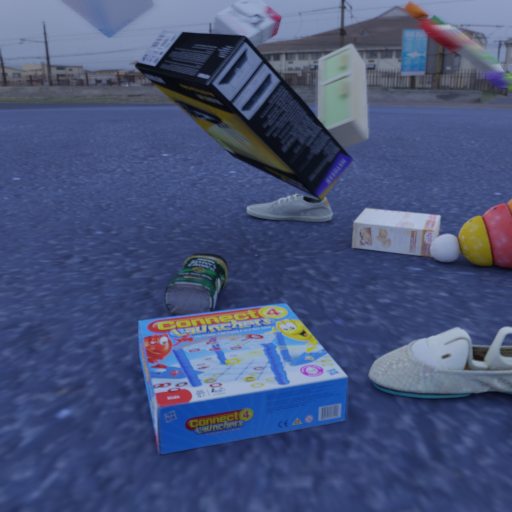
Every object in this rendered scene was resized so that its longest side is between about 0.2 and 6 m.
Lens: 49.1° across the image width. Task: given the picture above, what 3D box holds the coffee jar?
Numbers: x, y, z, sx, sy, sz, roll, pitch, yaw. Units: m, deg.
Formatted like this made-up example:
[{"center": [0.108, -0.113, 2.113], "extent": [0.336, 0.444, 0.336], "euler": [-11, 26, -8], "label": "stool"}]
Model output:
[{"center": [-0.828, 0.393, 8.167], "extent": [0.693, 0.567, 1.329], "euler": [5, 19, 6], "label": "coffee jar"}]

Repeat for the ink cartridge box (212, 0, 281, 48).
[{"center": [-0.156, -3.825, 9.293], "extent": [0.686, 0.394, 0.944], "euler": [42, 60, 8], "label": "ink cartridge box"}]

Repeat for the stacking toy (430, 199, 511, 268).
[{"center": [3.990, -0.285, 9.532], "extent": [2.001, 1.462, 1.462], "euler": [-13, 16, 14], "label": "stacking toy"}]

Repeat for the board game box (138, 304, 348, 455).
[{"center": [-0.242, 1.179, 5.945], "extent": [1.843, 0.515, 1.805], "euler": [-6, 20, -16], "label": "board game box"}]

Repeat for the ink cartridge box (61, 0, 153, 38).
[{"center": [-1.858, -3.202, 6.427], "extent": [1.095, 0.686, 0.704], "euler": [40, 73, 19], "label": "ink cartridge box"}]

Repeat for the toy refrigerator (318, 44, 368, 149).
[{"center": [1.716, -3.194, 11.240], "extent": [0.784, 2.066, 0.723], "euler": [-15, -35, 32], "label": "toy refrigerator"}]

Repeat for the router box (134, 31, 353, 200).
[{"center": [-0.325, -2.502, 9.583], "extent": [2.743, 0.911, 3.489], "euler": [38, -1, -35], "label": "router box"}]

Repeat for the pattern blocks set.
[{"center": [2.938, -2.870, 7.753], "extent": [2.052, 0.189, 2.335], "euler": [30, 31, -13], "label": "pattern blocks set"}]

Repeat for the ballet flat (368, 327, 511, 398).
[{"center": [2.372, 1.074, 5.947], "extent": [2.326, 0.725, 0.785], "euler": [1, 19, 4], "label": "ballet flat"}]

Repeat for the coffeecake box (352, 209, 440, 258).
[{"center": [2.699, -0.468, 10.730], "extent": [1.481, 0.541, 1.137], "euler": [7, 20, 21], "label": "coffeecake box"}]

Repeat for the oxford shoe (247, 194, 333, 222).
[{"center": [0.751, -1.114, 12.630], "extent": [1.948, 0.562, 0.732], "euler": [2, 22, 13], "label": "oxford shoe"}]
